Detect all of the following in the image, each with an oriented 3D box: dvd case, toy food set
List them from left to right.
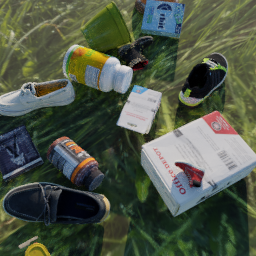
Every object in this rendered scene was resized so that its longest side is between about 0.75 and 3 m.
[{"bbox_3d":[-3.476,0.728,8.650,1.187,0.127,1.596,-28,61,-17],"label":"dvd case"},{"bbox_3d":[-1.991,2.746,6.030,0.455,0.252,0.773,-30,88,-38],"label":"toy food set"}]

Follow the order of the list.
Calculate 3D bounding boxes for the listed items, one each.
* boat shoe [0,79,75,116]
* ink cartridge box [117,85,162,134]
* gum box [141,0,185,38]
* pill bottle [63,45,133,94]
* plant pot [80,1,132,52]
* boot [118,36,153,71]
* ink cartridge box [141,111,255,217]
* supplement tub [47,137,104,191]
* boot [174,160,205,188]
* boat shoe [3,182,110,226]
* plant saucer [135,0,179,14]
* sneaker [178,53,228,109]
[{"bbox_3d":[-3.169,-1.129,9.355,2.703,0.944,0.958,-9,58,-6],"label":"boat shoe"},{"bbox_3d":[0.371,-0.488,9.159,0.991,0.580,1.709,18,59,11],"label":"ink cartridge box"},{"bbox_3d":[1.453,-4.536,11.612,1.606,0.358,1.365,10,80,5],"label":"gum box"},{"bbox_3d":[-1.016,-1.986,9.740,2.207,1.225,1.225,22,60,13],"label":"pill bottle"},{"bbox_3d":[-0.916,-3.683,10.725,1.571,1.632,1.632,-27,60,1],"label":"plant pot"},{"bbox_3d":[0.472,-2.838,10.692,1.490,0.545,1.122,-23,59,-10],"label":"boot"},{"bbox_3d":[1.923,0.959,7.920,2.632,1.091,1.932,-24,60,-15],"label":"ink cartridge box"},{"bbox_3d":[-1.470,1.044,7.999,1.675,0.896,0.896,37,64,21],"label":"supplement tub"},{"bbox_3d":[1.477,1.158,6.972,0.794,0.288,0.573,21,63,9],"label":"boot"},{"bbox_3d":[-1.903,1.982,7.308,2.839,0.884,1.059,5,75,3],"label":"boat shoe"},{"bbox_3d":[1.321,-5.649,12.531,2.054,0.329,2.054,0,51,0],"label":"plant saucer"},{"bbox_3d":[2.741,-1.829,9.657,1.032,1.191,2.877,29,62,17],"label":"sneaker"}]
